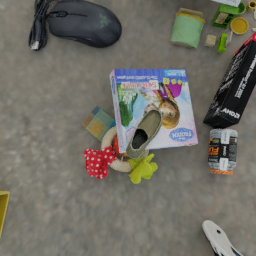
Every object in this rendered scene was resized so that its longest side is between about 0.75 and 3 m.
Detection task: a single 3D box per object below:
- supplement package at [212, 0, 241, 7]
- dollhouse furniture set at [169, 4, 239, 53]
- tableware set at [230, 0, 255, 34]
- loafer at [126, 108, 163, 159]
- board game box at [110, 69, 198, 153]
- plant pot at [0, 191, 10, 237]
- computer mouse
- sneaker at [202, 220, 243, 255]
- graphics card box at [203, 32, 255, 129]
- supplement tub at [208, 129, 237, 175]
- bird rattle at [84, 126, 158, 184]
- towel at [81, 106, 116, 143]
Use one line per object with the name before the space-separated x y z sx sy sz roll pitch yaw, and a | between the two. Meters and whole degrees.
supplement package | 2.067 -5.080 7.844 2.920 1.619 2.274 15 60 2
dollhouse furniture set | 2.219 -3.022 8.337 1.707 0.856 1.118 12 83 1
tableware set | 3.814 -3.081 8.641 1.221 0.278 1.812 -3 84 0
loafer | 0.462 0.102 7.043 0.553 0.513 1.472 28 72 5
board game box | 0.734 -0.533 7.857 2.250 0.463 2.244 -5 81 -20
plant pot | -4.316 2.311 7.523 1.422 1.390 1.381 9 83 12
computer mouse | -1.593 -3.174 8.412 2.827 0.745 1.957 8 83 1
sneaker | 2.468 3.425 7.703 0.580 0.888 1.588 -9 46 -37
graphics card box | 3.007 -1.204 7.778 0.629 1.550 2.471 27 83 3
supplement tub | 2.686 0.677 7.957 0.760 0.760 1.240 5 82 1
bird rattle | -0.184 0.733 8.006 2.117 1.193 1.726 10 73 14
towel | -0.755 -0.042 8.374 1.078 0.117 0.790 39 85 5
